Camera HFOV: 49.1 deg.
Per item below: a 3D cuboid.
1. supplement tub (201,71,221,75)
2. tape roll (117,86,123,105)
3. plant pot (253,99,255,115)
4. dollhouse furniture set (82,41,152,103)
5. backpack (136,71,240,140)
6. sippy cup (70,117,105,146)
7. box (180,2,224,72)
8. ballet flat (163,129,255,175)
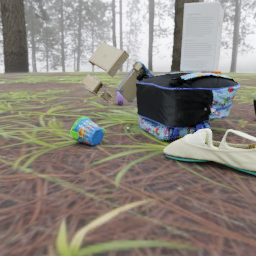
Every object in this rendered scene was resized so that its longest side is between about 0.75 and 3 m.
[{"bbox_3d":[3.724,-1.674,12.770,1.124,1.835,1.124,0,14,0],"label":"supplement tub"},{"bbox_3d":[-0.408,-1.696,14.635,0.315,0.959,0.959,0,14,-2],"label":"tape roll"},{"bbox_3d":[5.530,-0.676,10.912,0.943,0.837,0.941,-7,16,-29],"label":"plant pot"},{"bbox_3d":[-0.472,-1.990,11.591,1.532,2.217,2.348,38,-1,44],"label":"dollhouse furniture set"},{"bbox_3d":[2.016,-0.869,9.270,2.967,1.996,2.709,-7,16,-23],"label":"backpack"},{"bbox_3d":[-1.111,0.143,8.071,0.724,0.776,0.988,24,56,34],"label":"sippy cup"},{"bbox_3d":[2.668,-3.163,10.029,1.175,2.210,1.683,7,14,22],"label":"box"},{"bbox_3d":[2.090,0.426,6.529,2.660,0.924,0.924,9,17,31],"label":"ballet flat"}]
